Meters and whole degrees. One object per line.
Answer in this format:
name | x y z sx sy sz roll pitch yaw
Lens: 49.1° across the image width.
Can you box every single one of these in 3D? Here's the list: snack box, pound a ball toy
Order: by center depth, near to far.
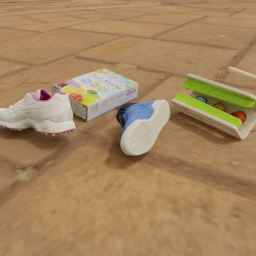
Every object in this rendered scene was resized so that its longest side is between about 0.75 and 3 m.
pound a ball toy | 2.605 -0.759 7.381 2.447 1.039 1.595 31 87 41
snack box | -0.983 -1.122 8.693 1.585 0.590 2.228 31 41 30

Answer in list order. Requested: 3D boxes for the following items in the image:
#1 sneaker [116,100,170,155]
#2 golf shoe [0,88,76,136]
sneaker | 0.106 -0.038 6.616 1.134 0.783 2.039 -2 31 34
golf shoe | -2.338 -0.454 6.917 2.383 1.091 0.897 6 13 22
